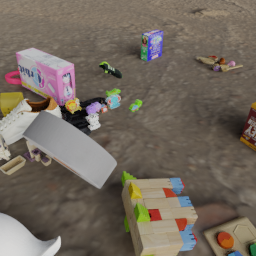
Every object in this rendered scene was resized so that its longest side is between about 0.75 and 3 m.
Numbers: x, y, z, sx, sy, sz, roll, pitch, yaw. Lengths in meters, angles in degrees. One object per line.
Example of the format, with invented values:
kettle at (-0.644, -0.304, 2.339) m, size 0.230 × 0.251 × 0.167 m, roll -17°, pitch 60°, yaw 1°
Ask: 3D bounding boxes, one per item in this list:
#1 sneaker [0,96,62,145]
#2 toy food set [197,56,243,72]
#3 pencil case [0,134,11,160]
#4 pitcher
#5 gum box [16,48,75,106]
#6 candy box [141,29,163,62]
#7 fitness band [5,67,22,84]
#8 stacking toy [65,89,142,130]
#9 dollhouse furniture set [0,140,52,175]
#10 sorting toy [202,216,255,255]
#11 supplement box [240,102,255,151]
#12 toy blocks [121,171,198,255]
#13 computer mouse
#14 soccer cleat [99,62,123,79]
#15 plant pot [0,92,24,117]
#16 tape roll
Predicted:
sneaker at (-3.615, -0.316, 9.049) m, size 2.793 × 1.182 × 1.017 m, roll -24°, pitch 43°, yaw -19°
toy food set at (4.320, -3.013, 13.201) m, size 1.284 × 0.318 × 2.019 m, roll -15°, pitch 33°, yaw -18°
pencil case at (-4.498, 0.764, 8.022) m, size 2.119 × 0.824 × 0.948 m, roll -13°, pitch 37°, yaw -16°
pitcher at (-2.546, 2.633, 5.593) m, size 1.889 × 1.145 × 1.621 m, roll 19°, pitch 52°, yaw 5°
gum box at (-3.049, -1.959, 10.595) m, size 2.492 × 1.414 × 0.824 m, roll 26°, pitch 42°, yaw 29°
candy box at (1.164, -4.016, 13.637) m, size 1.073 × 1.269 × 0.489 m, roll -29°, pitch 45°, yaw -33°
fitness band at (-4.551, -2.277, 12.266) m, size 1.575 × 0.295 × 1.131 m, roll 1°, pitch 40°, yaw 3°
stacking toy at (-0.783, -0.769, 9.101) m, size 2.081 × 0.489 × 1.569 m, roll -24°, pitch 36°, yaw -25°
dollhouse furniture set at (-2.974, 0.817, 7.937) m, size 0.954 × 0.854 × 1.204 m, roll 27°, pitch 46°, yaw 29°
sorting toy at (2.754, 2.555, 6.260) m, size 1.767 × 0.237 × 1.317 m, roll -14°, pitch 41°, yaw -16°
supplement box at (4.520, -0.155, 8.645) m, size 1.508 × 1.488 × 1.002 m, roll -22°, pitch 44°, yaw -25°
toy blocks at (0.816, 2.012, 6.435) m, size 1.573 × 1.150 × 2.301 m, roll 1°, pitch 39°, yaw -16°
computer mouse at (-1.337, -0.315, 9.598) m, size 1.834 × 0.601 × 2.612 m, roll -15°, pitch 28°, yaw -12°
soccer cleat at (-0.746, -2.427, 12.008) m, size 1.144 × 0.386 × 0.464 m, roll 36°, pitch 47°, yaw 11°
plant pot at (-4.168, -0.773, 10.052) m, size 0.757 × 0.757 × 0.668 m, roll -3°, pitch 45°, yaw -3°
tape roll at (-1.439, 0.566, 7.006) m, size 2.329 × 2.329 × 0.769 m, roll 26°, pitch 72°, yaw 28°
